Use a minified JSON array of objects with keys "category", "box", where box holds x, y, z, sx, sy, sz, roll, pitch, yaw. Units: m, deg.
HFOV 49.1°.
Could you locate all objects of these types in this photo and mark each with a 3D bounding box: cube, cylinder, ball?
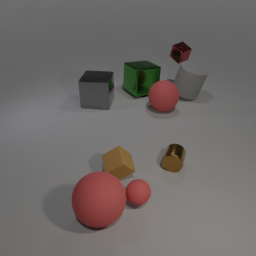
[{"category":"cube","box":[-0.294,1.104,8.734,0.700,0.700,0.700,-31,49,18]},{"category":"cube","box":[2.640,-3.785,14.055,0.700,0.700,0.700,-26,60,-24]},{"category":"cylinder","box":[1.539,0.991,9.358,0.700,0.700,0.700,9,32,15]},{"category":"ball","box":[-0.750,1.834,7.249,1.400,1.400,1.400,0,31,0]},{"category":"ball","box":[0.283,1.756,7.693,0.700,0.700,0.700,0,31,0]},{"category":"ball","box":[1.623,-1.453,12.747,1.400,1.400,1.400,0,31,0]},{"category":"cube","box":[0.691,-2.585,14.430,1.400,1.400,1.400,-12,31,-26]},{"category":"cube","box":[-1.464,-1.833,13.369,1.400,1.400,1.400,4,31,6]},{"category":"cylinder","box":[3.039,-2.346,13.928,1.400,1.400,1.400,13,34,-9]}]
